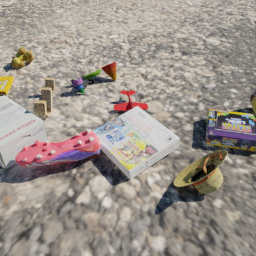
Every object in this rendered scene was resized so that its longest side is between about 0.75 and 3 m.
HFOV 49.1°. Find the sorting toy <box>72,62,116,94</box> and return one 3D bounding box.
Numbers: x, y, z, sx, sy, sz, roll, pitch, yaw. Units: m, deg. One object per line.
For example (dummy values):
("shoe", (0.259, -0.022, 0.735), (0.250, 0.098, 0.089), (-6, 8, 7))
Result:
("sorting toy", (-1.268, -2.080, 11.975), (2.265, 0.780, 0.785), (-35, 19, -29))

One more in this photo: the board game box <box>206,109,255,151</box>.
("board game box", (3.579, 0.037, 9.529), (1.755, 0.498, 1.450), (8, 39, 9))

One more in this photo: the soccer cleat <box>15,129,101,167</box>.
("soccer cleat", (-2.036, 0.779, 8.405), (2.507, 0.958, 0.836), (-17, 44, -8))

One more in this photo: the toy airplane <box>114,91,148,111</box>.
("toy airplane", (0.108, -1.025, 10.828), (1.390, 0.256, 1.390), (5, 47, -5))

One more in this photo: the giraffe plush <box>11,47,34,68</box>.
("giraffe plush", (-5.126, -3.268, 13.327), (1.065, 0.919, 0.863), (16, 63, 4))

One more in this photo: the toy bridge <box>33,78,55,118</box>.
("toy bridge", (-3.023, -1.012, 10.376), (0.390, 0.964, 2.866), (1, 26, -8))

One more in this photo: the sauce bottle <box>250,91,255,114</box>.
("sauce bottle", (5.065, -0.222, 9.500), (0.970, 0.970, 2.997), (-1, 40, -1))

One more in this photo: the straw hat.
("straw hat", (2.176, 1.373, 7.701), (1.714, 1.714, 0.725), (-37, 95, -36))

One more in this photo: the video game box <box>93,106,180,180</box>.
("video game box", (0.196, 0.370, 8.985), (1.979, 0.508, 2.172), (-28, 47, -23))

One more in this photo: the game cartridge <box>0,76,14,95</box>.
("game cartridge", (-5.622, -1.826, 11.975), (1.174, 0.216, 1.332), (-3, 41, -3))

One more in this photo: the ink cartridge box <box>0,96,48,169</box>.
("ink cartridge box", (-4.019, 0.068, 9.120), (2.310, 0.956, 1.683), (29, 48, 30))

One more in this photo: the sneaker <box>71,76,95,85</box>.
("sneaker", (-1.981, -2.077, 12.203), (1.011, 0.336, 0.457), (-5, 37, -12))
